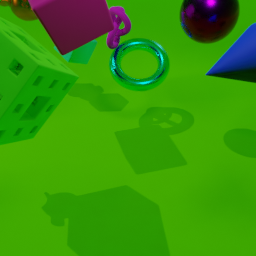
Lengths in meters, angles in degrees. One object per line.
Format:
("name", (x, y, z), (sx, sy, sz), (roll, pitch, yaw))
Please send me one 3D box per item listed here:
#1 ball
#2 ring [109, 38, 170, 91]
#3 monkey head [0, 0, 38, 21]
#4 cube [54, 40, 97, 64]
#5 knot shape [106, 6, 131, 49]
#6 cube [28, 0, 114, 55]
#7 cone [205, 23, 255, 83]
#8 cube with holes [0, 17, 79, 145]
("ball", (1.758, -2.488, 6.099), (1.261, 1.261, 1.261), (0, 39, 0))
("ring", (0.316, -1.779, 7.783), (1.699, 0.340, 1.699), (0, 68, 0))
("monkey head", (-3.165, -3.853, 8.383), (1.904, 1.148, 1.370), (24, 14, 15))
("cube", (-1.594, -2.519, 8.532), (0.806, 0.806, 0.806), (45, 30, 24))
("knot shape", (-0.355, -2.793, 7.450), (0.537, 1.163, 1.088), (-2, 57, -24))
("cube", (-1.245, -2.609, 5.783), (1.312, 1.312, 1.312), (-28, 63, -1))
("cone", (1.650, -0.982, 4.336), (0.992, 0.989, 0.989), (-20, 42, -6))
("cube with holes", (-1.861, -0.718, 4.158), (1.357, 1.357, 1.357), (40, 10, 5))
